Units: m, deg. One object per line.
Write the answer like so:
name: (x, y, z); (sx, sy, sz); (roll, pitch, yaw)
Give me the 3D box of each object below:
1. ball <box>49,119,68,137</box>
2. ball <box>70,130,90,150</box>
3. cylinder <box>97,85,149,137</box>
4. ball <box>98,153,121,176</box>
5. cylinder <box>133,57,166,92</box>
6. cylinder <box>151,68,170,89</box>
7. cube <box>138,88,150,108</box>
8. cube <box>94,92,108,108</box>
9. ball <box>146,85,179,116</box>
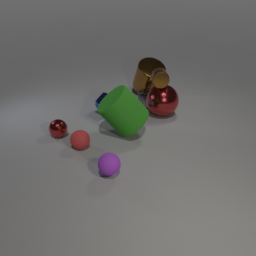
ball: (-2.659, 0.012, 10.666); (0.700, 0.700, 0.700); (0, 29, 0)
ball: (-1.703, 0.415, 9.952); (0.700, 0.700, 0.700); (0, 29, 0)
cylinder: (-0.180, -0.631, 10.420); (1.400, 1.400, 1.400); (-35, 26, 20)
ball: (-0.567, 1.096, 8.497); (0.700, 0.700, 0.700); (0, 29, 0)
cylinder: (1.047, -2.568, 14.099); (1.400, 1.400, 1.400); (7, 55, -10)
cylinder: (1.309, -2.050, 11.486); (0.700, 0.700, 0.700); (0, 25, -1)
cube: (0.952, -1.399, 13.203); (0.700, 0.700, 0.700); (21, 35, 33)
cube: (-0.927, -1.031, 12.311); (0.700, 0.700, 0.700); (23, 63, 35)
ball: (1.494, -1.202, 12.153); (1.400, 1.400, 1.400); (0, 29, 0)
